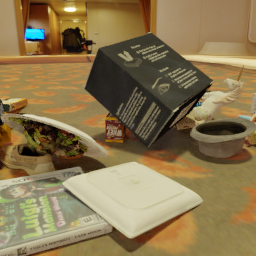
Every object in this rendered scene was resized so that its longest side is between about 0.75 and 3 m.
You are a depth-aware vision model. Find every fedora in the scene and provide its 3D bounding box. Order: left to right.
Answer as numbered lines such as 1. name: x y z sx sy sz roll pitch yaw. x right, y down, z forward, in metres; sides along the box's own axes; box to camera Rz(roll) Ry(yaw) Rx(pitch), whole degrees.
1. fedora: 2.855 0.345 8.456 1.885 0.851 1.667 -11 19 -11

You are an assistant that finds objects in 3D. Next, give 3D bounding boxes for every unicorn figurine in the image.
1. unicorn figurine: 3.266 -1.049 11.139 1.070 2.898 1.990 37 -8 -36

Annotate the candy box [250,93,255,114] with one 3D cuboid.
1. candy box: 5.975 -1.076 12.544 0.770 0.917 0.328 -3 20 -9

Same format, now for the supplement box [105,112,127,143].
1. supplement box: -0.397 -0.061 9.625 0.591 0.878 0.890 3 19 8

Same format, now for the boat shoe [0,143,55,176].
1. boat shoe: -2.748 0.728 7.579 2.135 0.689 0.761 13 23 33

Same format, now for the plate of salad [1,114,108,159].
1. plate of salad: -1.892 0.377 7.175 2.809 0.675 2.809 16 -17 5

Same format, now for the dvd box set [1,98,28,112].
1. dvd box set: -5.937 -1.084 12.963 1.835 0.369 2.508 -1 11 -2

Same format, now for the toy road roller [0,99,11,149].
1. toy road roller: -4.237 0.390 7.852 1.576 1.872 2.564 -4 -18 -17

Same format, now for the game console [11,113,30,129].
1. game console: -5.238 -0.375 11.502 2.428 0.293 1.432 8 19 21

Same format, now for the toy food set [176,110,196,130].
1. toy food set: 2.201 -0.406 10.753 0.708 0.298 0.987 -10 53 16

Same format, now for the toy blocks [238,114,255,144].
1. toy blocks: 4.421 0.013 9.572 1.789 0.779 2.146 -11 21 -30

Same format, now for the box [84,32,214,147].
1. box: 0.723 -1.428 9.289 2.972 1.745 2.923 43 44 13

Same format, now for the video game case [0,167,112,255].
1. video game case: -1.770 1.571 5.730 2.237 0.287 2.460 -8 20 -21

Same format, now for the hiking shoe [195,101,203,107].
1. hiking shoe: 3.150 -0.959 12.764 1.503 0.559 0.652 -17 24 -40

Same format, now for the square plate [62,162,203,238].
1. square plate: 0.112 1.296 6.033 2.240 0.319 2.219 -7 22 -43

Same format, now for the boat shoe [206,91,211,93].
1. boat shoe: 4.630 -1.990 16.157 1.104 0.344 0.412 14 25 39
